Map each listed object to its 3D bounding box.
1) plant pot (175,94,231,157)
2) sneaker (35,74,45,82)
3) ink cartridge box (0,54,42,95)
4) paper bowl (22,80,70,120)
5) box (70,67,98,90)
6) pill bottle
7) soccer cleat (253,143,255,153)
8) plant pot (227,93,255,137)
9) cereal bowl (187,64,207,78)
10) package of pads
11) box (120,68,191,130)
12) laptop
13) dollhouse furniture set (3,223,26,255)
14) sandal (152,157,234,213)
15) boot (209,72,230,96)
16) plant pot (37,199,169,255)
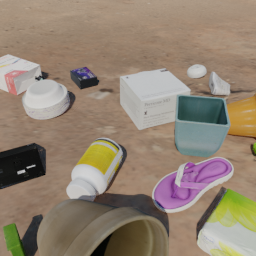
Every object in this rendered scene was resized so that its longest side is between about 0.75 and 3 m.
[{"bbox_3d":[2.336,0.046,9.421,1.636,1.671,1.640,6,37,7],"label":"plant pot"},{"bbox_3d":[-3.880,-2.021,12.821,1.273,0.891,0.495,25,43,29],"label":"sneaker"},{"bbox_3d":[-5.836,-2.714,13.681,2.879,0.972,1.677,21,42,25],"label":"ink cartridge box"},{"bbox_3d":[-3.435,-1.292,11.631,1.885,0.980,1.885,-4,43,4],"label":"paper bowl"},{"bbox_3d":[-2.183,-2.464,13.750,0.918,0.513,1.301,-22,42,-22],"label":"box"},{"bbox_3d":[-0.973,1.263,8.272,1.106,1.106,1.975,13,39,16],"label":"pill bottle"},{"bbox_3d":[5.416,0.719,9.321,2.391,0.807,0.969,2,19,-1],"label":"soccer cleat"},{"bbox_3d":[4.338,-0.370,10.171,1.571,1.716,1.716,-6,34,18],"label":"plant pot"},{"bbox_3d":[3.495,-2.960,14.307,0.983,0.409,0.983,-11,35,8],"label":"cereal bowl"},{"bbox_3d":[3.029,2.682,6.657,2.293,0.782,1.772,25,42,31],"label":"package of pads"},{"bbox_3d":[1.013,-1.239,11.343,2.133,1.401,2.144,-13,39,-17],"label":"box"},{"bbox_3d":[-3.615,1.181,9.236,1.417,0.826,1.599,-17,66,-20],"label":"laptop"},{"bbox_3d":[-3.533,3.095,5.921,2.577,0.995,1.288,-17,40,-21],"label":"dollhouse furniture set"},{"bbox_3d":[1.930,1.442,8.340,2.965,0.729,1.206,-23,43,-27],"label":"sandal"},{"bbox_3d":[4.326,-2.044,13.215,0.808,0.622,1.692,11,43,-1],"label":"boot"},{"bbox_3d":[-0.769,2.565,5.805,2.486,2.486,2.157,-30,30,-34],"label":"plant pot"}]
